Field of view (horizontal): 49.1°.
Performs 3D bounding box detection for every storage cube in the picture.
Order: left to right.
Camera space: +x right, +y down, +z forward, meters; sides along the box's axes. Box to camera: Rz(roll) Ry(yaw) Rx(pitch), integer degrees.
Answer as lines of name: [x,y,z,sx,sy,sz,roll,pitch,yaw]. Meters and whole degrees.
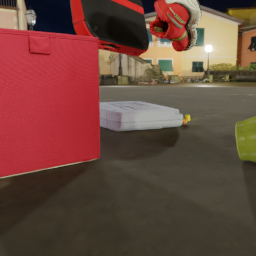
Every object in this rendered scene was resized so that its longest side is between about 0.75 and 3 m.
storage cube: [-1.595,-0.439,4.334,2.049,1.842,1.751,-6,12,-36]

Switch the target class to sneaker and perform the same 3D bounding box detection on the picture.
sneaker: [0.915,-2.191,5.930,0.945,0.857,2.227,-20,-10,7]

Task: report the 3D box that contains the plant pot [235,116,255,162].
plant pot: [2.082,0.154,4.106,0.884,0.918,0.918,-8,5,29]

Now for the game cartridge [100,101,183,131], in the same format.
game cartridge: [-0.007,-0.394,7.898,1.917,0.582,2.875,0,9,-20]

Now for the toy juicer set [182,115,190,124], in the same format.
toy juicer set: [1.334,-0.225,7.911,0.781,0.213,0.497,8,31,24]

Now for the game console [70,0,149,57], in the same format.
game console: [-0.384,-2.769,6.284,0.374,2.133,2.412,-13,-2,36]
